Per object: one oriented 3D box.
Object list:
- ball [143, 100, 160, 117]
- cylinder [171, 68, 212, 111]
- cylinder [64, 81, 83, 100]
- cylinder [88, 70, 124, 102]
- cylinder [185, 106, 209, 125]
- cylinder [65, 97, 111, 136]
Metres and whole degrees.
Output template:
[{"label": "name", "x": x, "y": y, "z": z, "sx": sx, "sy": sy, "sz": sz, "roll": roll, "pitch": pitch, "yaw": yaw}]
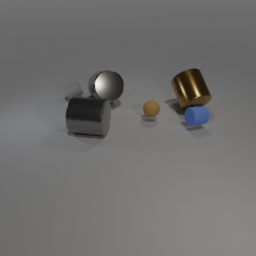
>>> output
[{"label": "ball", "x": 0.977, "y": -0.800, "z": 11.623, "sx": 0.700, "sy": 0.700, "sz": 0.700, "roll": 0, "pitch": 29, "yaw": 0}, {"label": "cylinder", "x": 2.788, "y": -1.673, "z": 12.394, "sx": 1.400, "sy": 1.400, "sz": 1.400, "roll": -11, "pitch": 70, "yaw": -19}, {"label": "cylinder", "x": -2.661, "y": -1.812, "z": 13.656, "sx": 0.700, "sy": 0.700, "sz": 0.700, "roll": -28, "pitch": 30, "yaw": 5}, {"label": "cylinder", "x": -1.044, "y": -1.943, "z": 12.976, "sx": 1.400, "sy": 1.400, "sz": 1.400, "roll": -10, "pitch": 12, "yaw": -18}, {"label": "cylinder", "x": 2.712, "y": -0.478, "z": 11.029, "sx": 0.700, "sy": 0.700, "sz": 0.700, "roll": -6, "pitch": 29, "yaw": -23}, {"label": "cylinder", "x": -1.479, "y": -0.452, "z": 10.708, "sx": 1.400, "sy": 1.400, "sz": 1.400, "roll": 5, "pitch": 29, "yaw": 9}]
